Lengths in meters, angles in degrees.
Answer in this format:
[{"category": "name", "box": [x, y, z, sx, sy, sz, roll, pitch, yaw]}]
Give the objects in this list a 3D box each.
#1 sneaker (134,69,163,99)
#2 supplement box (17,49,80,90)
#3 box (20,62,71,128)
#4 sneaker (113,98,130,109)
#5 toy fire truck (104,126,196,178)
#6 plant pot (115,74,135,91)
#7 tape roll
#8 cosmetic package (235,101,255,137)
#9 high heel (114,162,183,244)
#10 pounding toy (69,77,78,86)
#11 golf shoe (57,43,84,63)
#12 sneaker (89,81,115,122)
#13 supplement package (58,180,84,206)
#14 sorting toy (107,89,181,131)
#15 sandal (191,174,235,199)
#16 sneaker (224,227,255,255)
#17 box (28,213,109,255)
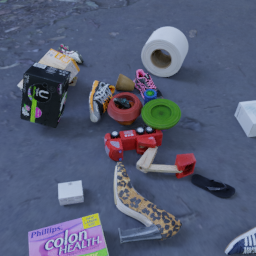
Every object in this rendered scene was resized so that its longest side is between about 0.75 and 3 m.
[{"category": "sneaker", "box": [0.903, -1.963, 12.802, 0.807, 0.975, 2.044, -23, 51, -24]}, {"category": "supplement box", "box": [-3.551, -2.279, 12.643, 1.502, 0.876, 2.383, 28, 73, 25]}, {"category": "box", "box": [-3.180, -1.255, 10.793, 1.475, 1.987, 1.235, 15, 31, -5]}, {"category": "sneaker", "box": [-0.249, -1.037, 10.967, 0.326, 0.865, 0.343, -3, 71, 39]}, {"category": "toy fire truck", "box": [0.707, 0.916, 10.078, 2.946, 0.718, 2.078, -7, 44, -8]}, {"category": "plant pot", "box": [-0.102, -2.046, 13.122, 0.826, 0.770, 0.770, 19, 47, 0]}, {"category": "tape roll", "box": [1.821, -3.729, 13.790, 2.046, 2.046, 1.405, 15, 48, 15]}, {"category": "cosmetic package", "box": [5.299, -0.414, 11.369, 1.311, 0.808, 1.315, -7, 47, -6]}, {"category": "high heel", "box": [0.539, 2.173, 8.720, 1.893, 0.948, 2.656, -5, 54, -6]}, {"category": "pounding toy", "box": [-2.927, -2.450, 13.546, 1.022, 0.585, 0.586, 5, 45, 5]}, {"category": "golf shoe", "box": [-3.108, -3.775, 14.933, 1.870, 0.722, 0.824, 32, 74, 29]}, {"category": "sneaker", "box": [-1.129, -1.213, 12.075, 0.976, 0.990, 2.528, 6, 45, -2]}, {"category": "supplement package", "box": [-1.851, 2.104, 9.092, 0.757, 0.419, 0.589, -6, 44, -9]}, {"category": "sorting toy", "box": [0.674, -0.544, 11.290, 2.964, 1.217, 1.781, 17, 54, 18]}, {"category": "sandal", "box": [2.841, 1.928, 9.380, 1.467, 0.314, 0.558, 17, 48, 16]}, {"category": "sneaker", "box": [3.462, 3.363, 7.825, 1.439, 0.504, 0.781, -18, 46, -21]}, {"category": "box", "box": [-1.413, 3.610, 7.183, 1.914, 1.052, 2.176, -12, 46, -11]}]
